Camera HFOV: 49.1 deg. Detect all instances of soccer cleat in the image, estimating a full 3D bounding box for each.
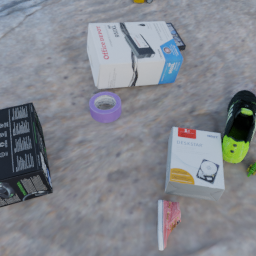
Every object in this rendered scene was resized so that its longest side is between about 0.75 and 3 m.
[{"bbox_3d":[3.403,-0.285,8.234,1.006,1.208,2.980,19,52,16],"label":"soccer cleat"}]

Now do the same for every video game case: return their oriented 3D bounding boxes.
[{"bbox_3d":[1.132,-3.799,11.862,2.099,0.268,1.897,-10,50,-8],"label":"video game case"}]

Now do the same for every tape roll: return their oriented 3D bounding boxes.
[{"bbox_3d":[-0.728,-0.680,9.088,1.025,0.435,1.025,-1,49,1],"label":"tape roll"}]

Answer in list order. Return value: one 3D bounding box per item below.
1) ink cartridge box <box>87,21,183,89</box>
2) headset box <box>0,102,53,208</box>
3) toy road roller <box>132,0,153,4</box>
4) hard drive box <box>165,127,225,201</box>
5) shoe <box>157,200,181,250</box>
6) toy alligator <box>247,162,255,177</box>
[{"bbox_3d":[0.150,-2.607,9.852,2.889,1.217,2.089,-8,58,-15],"label":"ink cartridge box"},{"bbox_3d":[-3.563,0.811,7.264,2.703,1.254,2.354,-15,52,-12],"label":"headset box"},{"bbox_3d":[0.757,-6.803,14.069,1.115,0.814,0.685,-2,49,-1],"label":"toy road roller"},{"bbox_3d":[1.761,0.926,7.532,1.389,0.684,1.782,7,50,4],"label":"hard drive box"},{"bbox_3d":[0.974,2.258,6.580,0.544,0.427,1.195,2,47,4],"label":"shoe"},{"bbox_3d":[3.509,1.066,7.744,0.224,0.205,0.755,35,58,26],"label":"toy alligator"}]
